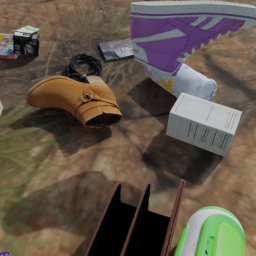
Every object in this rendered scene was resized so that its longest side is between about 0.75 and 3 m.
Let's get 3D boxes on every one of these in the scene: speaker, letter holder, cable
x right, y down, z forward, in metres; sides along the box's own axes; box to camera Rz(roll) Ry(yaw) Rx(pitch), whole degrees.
[{"bbox_3d":[1.326,2.492,4.671,1.256,1.256,2.840,19,22,17],"label":"speaker"},{"bbox_3d":[-0.030,2.329,4.961,1.452,2.052,2.888,14,50,13],"label":"letter holder"},{"bbox_3d":[-1.550,-2.292,10.256,1.240,0.386,1.520,3,47,3],"label":"cable"}]

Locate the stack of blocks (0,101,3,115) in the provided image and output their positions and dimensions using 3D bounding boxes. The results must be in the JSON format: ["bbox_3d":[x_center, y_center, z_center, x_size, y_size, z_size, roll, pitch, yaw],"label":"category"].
[{"bbox_3d":[-4.398,-0.277,8.416,0.800,0.407,1.389,-1,48,-1],"label":"stack of blocks"}]

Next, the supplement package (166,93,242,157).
[{"bbox_3d":[2.105,-0.113,7.894,1.753,0.960,0.997,22,52,19],"label":"supplement package"}]

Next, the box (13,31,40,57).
[{"bbox_3d":[-3.877,-3.216,10.709,0.926,0.758,0.399,6,47,-15],"label":"box"}]

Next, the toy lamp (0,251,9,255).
[{"bbox_3d":[-2.376,3.035,5.493,0.338,0.338,1.161,-22,52,-19],"label":"toy lamp"}]

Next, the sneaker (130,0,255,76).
[{"bbox_3d":[1.565,-2.132,6.725,3.004,1.713,1.089,-1,26,1],"label":"sneaker"}]

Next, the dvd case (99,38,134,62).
[{"bbox_3d":[-0.224,-3.188,11.232,1.666,0.133,1.239,-13,49,-12],"label":"dvd case"}]

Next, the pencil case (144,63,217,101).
[{"bbox_3d":[1.689,-1.656,9.232,1.132,1.037,2.495,-35,56,-22],"label":"pencil case"}]

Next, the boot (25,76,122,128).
[{"bbox_3d":[-1.603,-0.691,8.374,2.635,0.971,2.039,-16,48,-16],"label":"boot"}]

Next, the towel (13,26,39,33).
[{"bbox_3d":[-4.367,-4.169,11.995,0.711,0.109,0.932,23,40,23],"label":"towel"}]

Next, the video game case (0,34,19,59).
[{"bbox_3d":[-5.290,-3.349,11.335,2.125,0.185,1.519,5,48,4],"label":"video game case"}]
